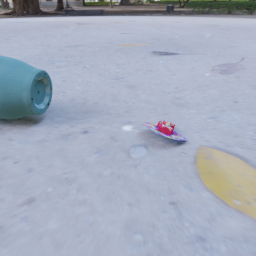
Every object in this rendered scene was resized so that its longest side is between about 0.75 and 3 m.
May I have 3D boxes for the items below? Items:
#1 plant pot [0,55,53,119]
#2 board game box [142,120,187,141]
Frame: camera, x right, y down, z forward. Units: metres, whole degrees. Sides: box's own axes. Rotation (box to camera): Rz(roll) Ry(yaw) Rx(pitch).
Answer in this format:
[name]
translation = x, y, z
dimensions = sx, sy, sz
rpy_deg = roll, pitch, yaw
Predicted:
[plant pot]
translation = -3.312, -1.128, 8.183
dimensions = 1.843, 1.962, 1.962
rpy_deg = 8, 27, 11
[board game box]
translation = 0.993, -0.027, 7.392
dimensions = 0.994, 0.245, 1.259
rpy_deg = 9, 15, -32
